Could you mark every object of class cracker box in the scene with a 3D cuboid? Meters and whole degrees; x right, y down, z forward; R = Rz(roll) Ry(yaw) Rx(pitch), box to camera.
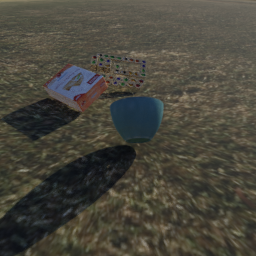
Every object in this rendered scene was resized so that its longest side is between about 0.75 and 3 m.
[{"bbox_3d":[-1.987,-1.560,10.509,2.109,0.608,1.413,26,63,35],"label":"cracker box"}]

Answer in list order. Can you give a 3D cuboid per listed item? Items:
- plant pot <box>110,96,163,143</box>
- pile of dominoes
[{"bbox_3d":[0.261,-0.136,7.854,1.518,1.023,1.518,-2,-14,0],"label":"plant pot"},{"bbox_3d":[-0.372,-2.508,11.787,2.425,0.386,1.890,7,53,-5],"label":"pile of dominoes"}]
